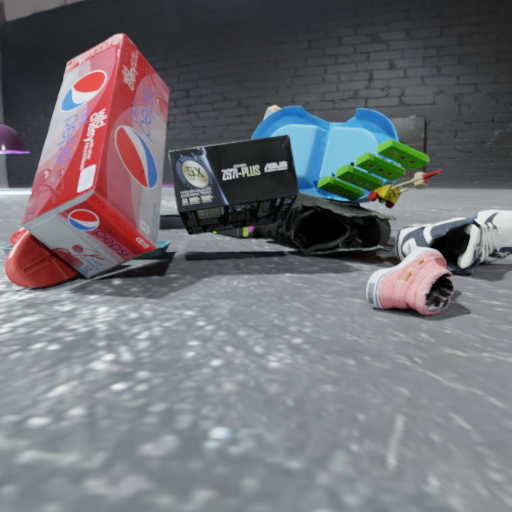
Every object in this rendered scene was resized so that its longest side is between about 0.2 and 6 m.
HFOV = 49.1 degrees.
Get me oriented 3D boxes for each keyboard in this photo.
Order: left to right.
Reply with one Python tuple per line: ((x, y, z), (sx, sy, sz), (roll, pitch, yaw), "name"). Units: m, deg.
((-1.176, -1.071, 16.394), (3.595, 0.461, 2.158), (-4, 10, -20), "keyboard")

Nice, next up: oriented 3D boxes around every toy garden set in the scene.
((2.382, -1.508, 10.277), (1.651, 0.395, 1.980), (17, -23, -28), "toy garden set")

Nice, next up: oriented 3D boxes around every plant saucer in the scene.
((-3.228, -0.119, 10.909), (3.013, 0.286, 1.053), (-1, 9, -1), "plant saucer")

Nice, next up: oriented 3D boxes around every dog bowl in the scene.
((1.567, -2.240, 12.807), (3.705, 2.065, 0.919), (12, -5, 32), "dog bowl")

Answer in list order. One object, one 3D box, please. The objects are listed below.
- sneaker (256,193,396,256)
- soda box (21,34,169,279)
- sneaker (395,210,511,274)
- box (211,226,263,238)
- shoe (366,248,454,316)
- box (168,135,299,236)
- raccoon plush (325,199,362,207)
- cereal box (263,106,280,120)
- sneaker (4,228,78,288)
((1.161, -0.657, 11.312), (3.902, 1.172, 2.035), (11, 9, 35), "sneaker")
((-2.436, -1.814, 9.230), (1.353, 1.494, 4.268), (-22, 47, 19), "soda box")
((3.647, -0.198, 9.196), (2.412, 0.963, 1.570), (-1, 10, -3), "sneaker")
((-0.438, -1.181, 14.321), (1.066, 1.274, 1.716), (-5, 11, -32), "box")
((2.180, 0.335, 7.082), (0.788, 0.619, 1.733), (10, 19, 42), "shoe")
((-0.410, -1.193, 10.152), (2.020, 1.062, 2.466), (-9, -6, -3), "box")
((1.818, -0.743, 13.550), (2.497, 1.673, 1.208), (33, -9, 13), "raccoon plush")
((0.963, -2.679, 14.464), (2.129, 1.532, 0.421), (38, 42, 16), "cereal box")
((-3.468, -0.015, 8.948), (1.429, 0.969, 2.473), (-24, 15, 21), "sneaker")
